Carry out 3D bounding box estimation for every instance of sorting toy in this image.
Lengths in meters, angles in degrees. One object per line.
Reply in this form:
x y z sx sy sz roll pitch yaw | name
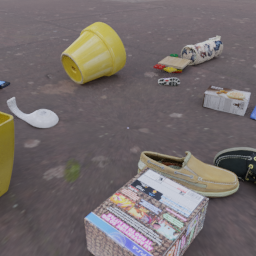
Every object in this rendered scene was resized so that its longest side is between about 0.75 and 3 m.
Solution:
1.867 -2.541 11.470 1.036 0.363 2.148 16 34 25 | sorting toy

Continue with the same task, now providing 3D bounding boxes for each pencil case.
3.268 -3.403 12.312 2.145 0.960 0.835 -25 34 -34 | pencil case

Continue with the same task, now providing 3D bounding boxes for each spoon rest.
-2.706 -0.381 7.981 1.542 0.467 0.766 24 38 12 | spoon rest

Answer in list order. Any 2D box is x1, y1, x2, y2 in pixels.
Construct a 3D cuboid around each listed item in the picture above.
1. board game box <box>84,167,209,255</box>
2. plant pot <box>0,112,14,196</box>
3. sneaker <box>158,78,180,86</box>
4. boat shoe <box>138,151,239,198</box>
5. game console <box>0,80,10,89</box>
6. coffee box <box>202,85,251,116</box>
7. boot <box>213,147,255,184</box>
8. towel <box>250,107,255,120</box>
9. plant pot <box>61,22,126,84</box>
0.319 1.522 4.438 1.245 0.756 1.561 24 39 34 | board game box
-3.205 0.676 4.997 1.842 1.624 1.841 16 35 24 | plant pot
1.502 -1.725 10.208 0.789 0.318 0.329 7 26 12 | sneaker
1.187 0.837 5.521 2.000 0.762 0.717 5 26 6 | boat shoe
-4.810 -1.726 10.013 0.847 0.501 0.723 12 34 17 | game console
3.011 -0.863 8.592 1.246 0.497 0.712 16 35 25 | coffee box
2.578 1.017 5.310 1.804 0.651 1.363 10 29 10 | boot
4.306 -0.336 8.065 1.334 0.159 0.966 20 37 29 | towel
-1.368 -2.585 10.297 1.945 1.945 1.830 28 57 38 | plant pot
